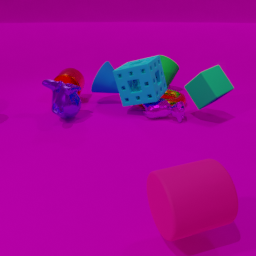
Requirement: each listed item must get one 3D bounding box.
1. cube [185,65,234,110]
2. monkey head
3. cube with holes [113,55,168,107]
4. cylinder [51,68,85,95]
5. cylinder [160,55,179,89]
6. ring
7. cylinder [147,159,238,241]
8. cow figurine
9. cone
[{"bbox_3d":[2.250,-1.127,7.804,0.803,0.803,0.803,-26,-9,-32],"label":"cube"},{"bbox_3d":[-1.913,-0.817,7.971,1.204,1.008,1.673,16,7,-2],"label":"monkey head"},{"bbox_3d":[0.399,-1.415,8.398,1.101,1.101,1.101,-6,23,28],"label":"cube with holes"},{"bbox_3d":[-2.062,-1.495,9.724,0.980,0.980,0.980,1,25,1],"label":"cylinder"},{"bbox_3d":[1.303,-2.106,10.764,0.994,0.994,0.994,31,-3,2],"label":"cylinder"},{"bbox_3d":[1.093,-0.984,9.443,1.720,0.344,1.720,0,22,0],"label":"ring"},{"bbox_3d":[0.788,0.900,3.607,0.866,0.866,0.866,-10,24,-15],"label":"cylinder"},{"bbox_3d":[1.054,-0.506,8.064,1.124,0.617,1.106,-12,22,-16],"label":"cow figurine"},{"bbox_3d":[-0.427,-1.433,9.382,1.178,1.173,1.173,29,27,4],"label":"cone"}]
